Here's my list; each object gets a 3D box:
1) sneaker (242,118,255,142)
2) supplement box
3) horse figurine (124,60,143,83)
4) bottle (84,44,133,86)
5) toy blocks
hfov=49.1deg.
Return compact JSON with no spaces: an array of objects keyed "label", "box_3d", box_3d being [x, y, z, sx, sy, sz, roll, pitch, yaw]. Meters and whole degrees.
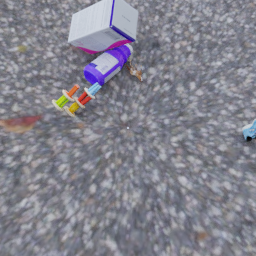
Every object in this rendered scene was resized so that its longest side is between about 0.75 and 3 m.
[{"label":"sneaker","box_3d":[3.544,0.070,7.615,0.423,1.080,0.486,10,65,-6]},{"label":"supplement box","box_3d":[-0.776,-3.014,8.414,1.972,0.998,1.019,-3,77,42]},{"label":"horse figurine","box_3d":[0.215,-1.805,8.820,0.202,0.537,0.810,-34,46,-25]},{"label":"bottle","box_3d":[-0.555,-2.041,8.792,0.747,0.584,1.789,35,61,18]},{"label":"toy blocks","box_3d":[-1.392,-0.922,7.893,1.205,1.004,0.437,-42,63,8]}]
